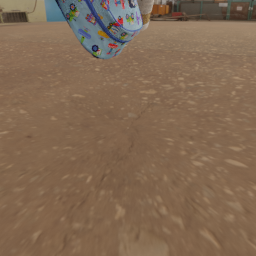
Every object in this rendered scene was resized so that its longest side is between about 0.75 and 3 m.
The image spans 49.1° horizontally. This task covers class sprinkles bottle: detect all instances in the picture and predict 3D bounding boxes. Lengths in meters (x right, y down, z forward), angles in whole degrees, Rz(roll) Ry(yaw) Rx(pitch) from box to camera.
[{"bbox_3d":[0.513,-4.092,9.015,0.674,1.976,0.674,4,63,-7],"label":"sprinkles bottle"}]

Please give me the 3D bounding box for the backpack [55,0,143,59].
[{"bbox_3d":[-0.520,-2.791,5.871,1.627,2.418,2.208,-21,12,29],"label":"backpack"}]
